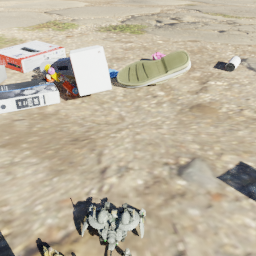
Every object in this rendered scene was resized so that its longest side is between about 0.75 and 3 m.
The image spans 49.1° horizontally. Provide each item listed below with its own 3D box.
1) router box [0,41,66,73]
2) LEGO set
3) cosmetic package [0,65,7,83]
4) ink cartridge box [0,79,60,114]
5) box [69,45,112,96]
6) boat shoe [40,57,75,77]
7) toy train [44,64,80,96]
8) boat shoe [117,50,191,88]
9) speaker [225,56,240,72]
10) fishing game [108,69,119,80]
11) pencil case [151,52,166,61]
[{"bbox_3d":[-4.544,-3.369,13.025,2.189,0.596,2.439,20,37,30],"label":"router box"},{"bbox_3d":[-0.454,1.734,4.706,1.257,0.548,1.935,21,37,31],"label":"LEGO set"},{"bbox_3d":[-5.354,-1.925,10.662,0.773,0.653,1.448,7,29,10],"label":"cosmetic package"},{"bbox_3d":[-3.746,-1.053,9.335,2.677,0.525,1.331,-15,35,-21],"label":"ink cartridge box"},{"bbox_3d":[-1.309,-2.021,9.513,1.056,1.347,2.166,-14,19,-7],"label":"box"},{"bbox_3d":[-2.210,-2.529,11.440,2.604,0.923,0.909,1,31,12],"label":"boat shoe"},{"bbox_3d":[-2.456,-1.654,10.137,0.517,1.395,1.858,-50,34,1],"label":"toy train"},{"bbox_3d":[0.980,-1.992,10.397,2.716,0.929,1.015,-11,69,15],"label":"boat shoe"},{"bbox_3d":[4.609,-2.813,12.286,0.431,0.431,1.061,16,35,25],"label":"speaker"},{"bbox_3d":[-0.712,-2.250,11.629,1.130,0.176,0.809,26,40,24],"label":"fishing game"},{"bbox_3d":[1.666,-2.965,12.391,0.631,0.611,1.347,23,6,-46],"label":"pencil case"}]
